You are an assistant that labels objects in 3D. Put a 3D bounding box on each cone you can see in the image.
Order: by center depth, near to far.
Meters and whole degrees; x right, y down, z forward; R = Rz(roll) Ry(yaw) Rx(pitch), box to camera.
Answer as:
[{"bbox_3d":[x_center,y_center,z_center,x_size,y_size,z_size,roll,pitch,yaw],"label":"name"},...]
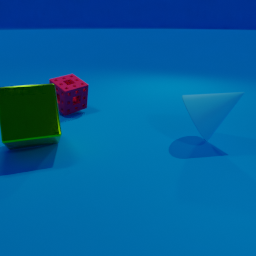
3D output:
[{"bbox_3d":[2.405,-0.587,7.417,1.423,1.418,1.418,-29,14,19],"label":"cone"}]

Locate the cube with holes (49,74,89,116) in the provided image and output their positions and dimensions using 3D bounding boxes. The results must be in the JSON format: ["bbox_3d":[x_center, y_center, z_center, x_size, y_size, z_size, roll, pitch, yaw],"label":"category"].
[{"bbox_3d":[-2.115,-1.206,9.995,0.970,0.970,0.970,-24,48,-39],"label":"cube with holes"}]

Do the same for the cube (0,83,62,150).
[{"bbox_3d":[-2.457,-0.251,7.067,1.318,1.318,1.318,-7,-9,-18],"label":"cube"}]
